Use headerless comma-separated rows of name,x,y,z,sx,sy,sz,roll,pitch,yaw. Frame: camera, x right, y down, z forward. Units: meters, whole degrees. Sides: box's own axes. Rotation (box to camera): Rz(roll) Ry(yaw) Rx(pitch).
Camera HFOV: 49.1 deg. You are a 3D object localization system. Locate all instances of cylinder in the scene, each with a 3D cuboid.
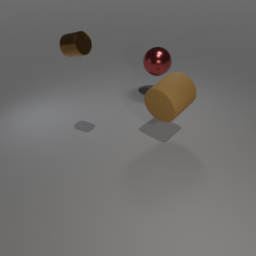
cylinder,1.557,-1.141,10.287,1.400,1.400,1.400,25,50,35
cylinder,-1.567,-2.508,8.411,0.700,0.700,0.700,6,28,38

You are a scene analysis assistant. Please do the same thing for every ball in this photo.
ball,1.442,-3.270,13.766,1.400,1.400,1.400,0,31,0
